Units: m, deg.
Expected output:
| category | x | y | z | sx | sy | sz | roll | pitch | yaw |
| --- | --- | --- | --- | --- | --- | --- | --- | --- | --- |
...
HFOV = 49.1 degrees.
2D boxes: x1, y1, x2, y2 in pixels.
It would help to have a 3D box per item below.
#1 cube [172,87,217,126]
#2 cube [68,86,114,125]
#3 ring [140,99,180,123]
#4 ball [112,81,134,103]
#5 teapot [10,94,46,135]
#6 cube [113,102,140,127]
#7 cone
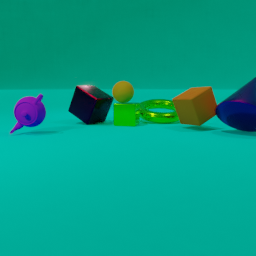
| category | x | y | z | sx | sy | sz | roll | pitch | yaw |
| --- | --- | --- | --- | --- | --- | --- | --- | --- | --- |
| cube | 2.042 | -0.665 | 8.467 | 0.878 | 0.878 | 0.878 | -31 | 18 | -24 |
| cube | -1.294 | -0.822 | 9.801 | 0.997 | 0.997 | 0.997 | 33 | 23 | 25 |
| ring | 1.237 | -0.657 | 10.421 | 1.909 | 0.382 | 1.909 | 0 | 23 | 0 |
| ball | -0.157 | -1.167 | 9.097 | 0.707 | 0.707 | 0.707 | 0 | 9 | 0 |
| teapot | -2.710 | -0.382 | 7.551 | 0.851 | 1.369 | 0.670 | 39 | 9 | -6 |
| cube | -0.035 | -0.474 | 9.421 | 0.740 | 0.740 | 0.740 | 2 | 9 | 14 |
| cone | 3.379 | -0.877 | 7.845 | 1.431 | 1.437 | 1.431 | 24 | -21 | 10 |
